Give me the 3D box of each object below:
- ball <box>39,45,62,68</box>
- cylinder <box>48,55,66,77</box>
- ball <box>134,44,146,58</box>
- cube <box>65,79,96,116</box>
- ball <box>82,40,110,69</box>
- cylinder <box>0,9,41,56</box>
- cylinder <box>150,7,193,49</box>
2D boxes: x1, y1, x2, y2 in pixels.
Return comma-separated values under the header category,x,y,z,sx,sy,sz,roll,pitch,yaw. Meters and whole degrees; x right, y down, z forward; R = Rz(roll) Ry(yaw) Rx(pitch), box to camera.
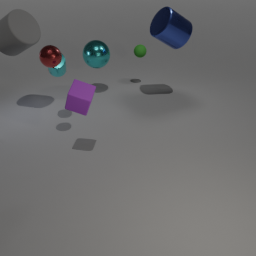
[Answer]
category,x,y,z,sx,sy,sz,roll,pitch,yaw
ball,-2.452,-2.264,8.877,0.700,0.700,0.700,0,29,0
cylinder,-2.730,-2.421,10.727,0.700,0.700,0.700,3,73,-8
ball,0.664,-4.218,15.363,0.700,0.700,0.700,0,29,0
cube,-1.459,-0.932,8.579,0.700,0.700,0.700,19,50,-8
ball,-1.599,-3.725,14.183,1.400,1.400,1.400,0,29,0
cylinder,-4.461,-3.752,11.128,1.400,1.400,1.400,-13,18,37
cylinder,1.944,-4.505,12.690,1.400,1.400,1.400,18,17,-34
